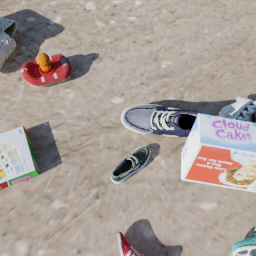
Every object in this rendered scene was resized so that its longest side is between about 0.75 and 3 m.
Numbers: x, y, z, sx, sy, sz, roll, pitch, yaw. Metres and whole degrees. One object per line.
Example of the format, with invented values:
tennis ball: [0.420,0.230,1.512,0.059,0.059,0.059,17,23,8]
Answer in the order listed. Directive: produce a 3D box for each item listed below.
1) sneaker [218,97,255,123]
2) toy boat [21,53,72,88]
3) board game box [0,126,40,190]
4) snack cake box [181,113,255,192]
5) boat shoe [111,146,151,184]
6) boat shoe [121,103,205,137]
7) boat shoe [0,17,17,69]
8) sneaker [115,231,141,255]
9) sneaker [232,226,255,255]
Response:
sneaker: [3.025,-0.097,8.441,2.319,0.871,0.940,-38,47,-14]
toy boat: [-2.715,-2.031,9.208,1.605,1.049,1.047,-19,64,-9]
board game box: [-3.756,0.978,8.018,2.035,0.410,1.557,-20,65,-10]
snack cake box: [2.936,0.746,7.015,2.881,1.657,0.968,10,51,0]
boat shoe: [0.121,1.013,7.945,0.522,0.514,1.449,39,69,18]
boat shoe: [1.047,-0.262,8.042,2.623,1.216,0.979,5,85,7]
boat shoe: [-4.380,-2.966,9.784,0.872,0.890,2.515,-3,62,-1]
sneaker: [0.230,3.161,6.839,0.817,0.517,1.452,-19,72,-5]
sneaker: [3.560,2.680,7.046,2.292,0.888,0.913,-15,46,-14]
